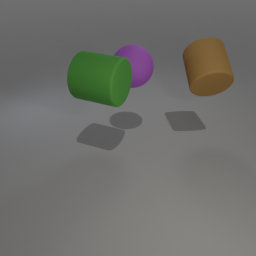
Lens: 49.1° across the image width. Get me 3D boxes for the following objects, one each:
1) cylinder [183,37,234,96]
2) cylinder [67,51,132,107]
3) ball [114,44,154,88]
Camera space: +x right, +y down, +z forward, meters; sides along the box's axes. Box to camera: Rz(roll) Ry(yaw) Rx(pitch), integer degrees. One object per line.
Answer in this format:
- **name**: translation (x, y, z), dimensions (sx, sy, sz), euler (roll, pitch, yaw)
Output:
- **cylinder**: translation (2.607, -1.983, 9.214), dimensions (1.400, 1.400, 1.400), euler (-3, 65, -5)
- **cylinder**: translation (-0.782, -1.415, 8.071), dimensions (1.400, 1.400, 1.400), euler (14, 33, 20)
- **ball**: translation (0.148, -2.027, 9.228), dimensions (1.400, 1.400, 1.400), euler (0, 30, 0)
